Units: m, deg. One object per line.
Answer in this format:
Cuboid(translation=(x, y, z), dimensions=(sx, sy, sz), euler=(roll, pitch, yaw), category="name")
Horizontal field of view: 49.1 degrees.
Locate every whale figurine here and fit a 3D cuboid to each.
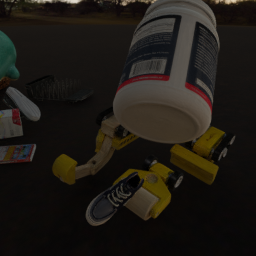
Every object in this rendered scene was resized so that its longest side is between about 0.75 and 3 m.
Cuboid(translation=(-4.834, -2.256, 9.504), dimensions=(2.345, 1.530, 2.948), euler=(17, 48, -30), category="whale figurine")

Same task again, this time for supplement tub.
Cuboid(translation=(0.797, -1.102, 5.345), dimensions=(1.722, 1.722, 2.454), euler=(7, 62, 15), category="supplement tub")

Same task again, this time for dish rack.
Cuboid(translation=(-2.443, -1.444, 10.345), dimensions=(2.180, 0.595, 1.672), euler=(8, 26, 16), category="dish rack")

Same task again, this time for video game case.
Cuboid(translation=(-2.676, 0.597, 6.418), dimensions=(0.998, 0.087, 0.714), euler=(-4, 24, -7), category="video game case")

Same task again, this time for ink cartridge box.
Cuboid(translation=(-3.239, -0.107, 7.348), dimensions=(0.817, 0.594, 0.591), euler=(-9, 27, -20), category="ink cartridge box")

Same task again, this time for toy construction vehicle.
Cuboid(translation=(0.387, 0.604, 5.545), dimensions=(2.535, 1.025, 2.912), euler=(27, 39, 25), category="toy construction vehicle")

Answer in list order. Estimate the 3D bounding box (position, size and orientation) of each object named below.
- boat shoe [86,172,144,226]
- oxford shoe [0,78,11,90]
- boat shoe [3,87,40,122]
Cuboid(translation=(-0.156, 0.897, 3.715), dimensions=(0.341, 0.423, 0.913), euler=(46, 46, 7), category="boat shoe")
Cuboid(translation=(-5.131, -1.839, 10.977), dimensions=(0.831, 0.832, 2.331), euler=(1, 22, -10), category="oxford shoe")
Cuboid(translation=(-3.068, -0.565, 8.052), dimensions=(1.598, 0.567, 0.576), euler=(40, 14, 33), category="boat shoe")
